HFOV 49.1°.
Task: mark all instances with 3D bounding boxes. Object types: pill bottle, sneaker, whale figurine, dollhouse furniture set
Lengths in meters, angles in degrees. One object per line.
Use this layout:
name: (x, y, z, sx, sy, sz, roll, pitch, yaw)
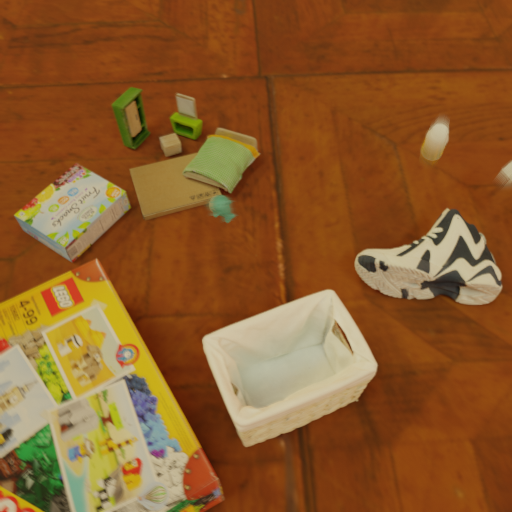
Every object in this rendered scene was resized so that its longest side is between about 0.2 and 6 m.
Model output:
pill bottle: (3.065, -1.949, 9.576, 0.364, 0.646, 0.364, -1, 67, 3)
sneaker: (3.107, -0.144, 10.273, 2.601, 1.038, 1.692, 6, 55, 4)
whale figurine: (-0.503, -0.723, 8.626, 0.371, 0.466, 0.242, -45, 23, -18)
dollhouse furniture set: (-1.456, -2.578, 11.724, 2.955, 1.141, 1.477, 20, 54, 17)

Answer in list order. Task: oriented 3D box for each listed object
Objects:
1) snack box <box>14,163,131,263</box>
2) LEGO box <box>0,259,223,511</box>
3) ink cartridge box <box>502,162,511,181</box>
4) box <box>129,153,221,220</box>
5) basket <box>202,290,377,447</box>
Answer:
snack box: (-3.581, -0.881, 11.039, 1.416, 0.568, 1.679, 30, 62, 20)
LEGO box: (-2.737, 2.461, 8.198, 2.959, 1.533, 3.973, -27, 60, -17)
ink cartridge box: (4.888, -1.430, 10.006, 0.317, 0.552, 0.760, 22, 35, -40)
box: (-1.690, -1.499, 11.695, 1.655, 0.176, 1.353, -16, 58, -11)
basket: (0.475, 1.788, 8.742, 2.278, 1.405, 1.544, -19, 58, -13)
